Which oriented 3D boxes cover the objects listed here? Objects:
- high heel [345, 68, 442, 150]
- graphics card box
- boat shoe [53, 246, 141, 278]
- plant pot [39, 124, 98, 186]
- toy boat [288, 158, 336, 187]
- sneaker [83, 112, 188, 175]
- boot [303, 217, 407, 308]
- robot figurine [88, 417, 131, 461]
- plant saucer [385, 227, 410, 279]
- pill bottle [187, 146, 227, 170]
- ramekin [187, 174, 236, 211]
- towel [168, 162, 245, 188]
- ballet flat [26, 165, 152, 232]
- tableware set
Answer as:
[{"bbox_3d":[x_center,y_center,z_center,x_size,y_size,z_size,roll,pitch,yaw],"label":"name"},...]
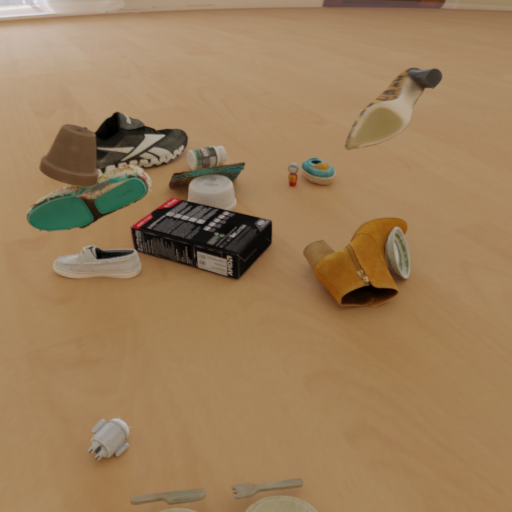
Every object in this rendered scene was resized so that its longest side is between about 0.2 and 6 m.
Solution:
[{"bbox_3d":[2.637,-2.977,11.517,2.281,0.815,1.626,-39,14,7],"label":"high heel"},{"bbox_3d":[-1.128,-0.438,11.863,2.585,0.657,1.622,13,34,22],"label":"graphics card box"},{"bbox_3d":[-3.170,0.081,11.084,1.747,0.599,0.629,5,32,8],"label":"boat shoe"},{"bbox_3d":[-2.662,-1.497,8.185,0.833,0.726,0.833,19,20,-7],"label":"plant pot"},{"bbox_3d":[1.435,-2.251,14.803,1.358,0.631,1.142,-17,36,-25],"label":"toy boat"},{"bbox_3d":[-3.357,-3.237,15.462,3.546,1.604,1.178,-25,41,-35],"label":"sneaker"},{"bbox_3d":[2.305,0.165,10.871,2.485,0.874,1.779,-16,41,-17],"label":"boot"},{"bbox_3d":[-1.958,2.446,7.519,0.527,0.351,0.621,45,43,0],"label":"robot figurine"},{"bbox_3d":[2.756,-0.043,11.015,0.260,1.035,1.035,-10,25,30],"label":"plant saucer"},{"bbox_3d":[-1.374,-2.754,15.675,1.009,0.571,0.571,-17,36,-26],"label":"pill bottle"},{"bbox_3d":[-1.093,-1.509,13.615,1.199,0.629,1.199,0,32,0],"label":"ramekin"},{"bbox_3d":[-1.270,-2.019,14.254,1.830,0.199,1.342,-11,-3,-14],"label":"towel"},{"bbox_3d":[-2.643,-0.930,8.993,2.030,0.768,0.649,-17,36,-2],"label":"ballet flat"},{"bbox_3d":[-0.290,3.234,6.214,2.194,0.440,1.450,-1,20,-13],"label":"tableware set"}]
